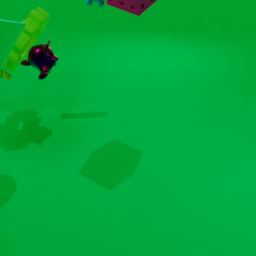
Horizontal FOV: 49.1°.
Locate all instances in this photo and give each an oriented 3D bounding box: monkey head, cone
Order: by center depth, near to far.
[{"bbox_3d":[-2.851,-1.778,6.151,1.142,1.147,1.142,8,18,-3],"label":"cone"},{"bbox_3d":[-2.510,-1.904,7.996,1.316,0.793,0.947,-22,42,31],"label":"monkey head"},{"bbox_3d":[-3.949,-1.821,8.290,1.026,0.738,0.618,27,5,-8],"label":"monkey head"}]

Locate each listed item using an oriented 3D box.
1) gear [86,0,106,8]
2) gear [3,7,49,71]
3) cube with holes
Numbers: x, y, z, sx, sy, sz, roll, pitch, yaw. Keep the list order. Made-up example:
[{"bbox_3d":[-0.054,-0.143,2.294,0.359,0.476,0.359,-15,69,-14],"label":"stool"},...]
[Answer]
[{"bbox_3d":[-0.944,-4.570,8.656,1.535,1.535,0.284,-2,9,-3],"label":"gear"},{"bbox_3d":[-3.046,-2.614,8.320,0.369,1.994,1.994,34,31,-18],"label":"gear"},{"bbox_3d":[0.126,-3.577,6.747,1.045,1.045,1.045,31,64,25],"label":"cube with holes"}]
